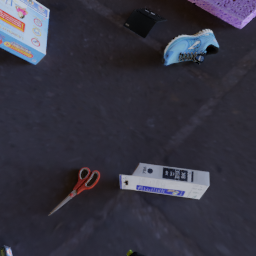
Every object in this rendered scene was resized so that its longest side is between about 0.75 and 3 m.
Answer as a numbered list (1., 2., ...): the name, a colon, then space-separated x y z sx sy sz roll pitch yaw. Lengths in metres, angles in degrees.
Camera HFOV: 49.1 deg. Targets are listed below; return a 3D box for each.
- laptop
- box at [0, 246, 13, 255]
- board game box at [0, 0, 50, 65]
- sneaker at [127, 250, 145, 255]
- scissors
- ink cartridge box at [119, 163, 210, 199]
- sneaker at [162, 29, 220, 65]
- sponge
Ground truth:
1. laptop: 0.680 -4.099 10.886 1.116 0.651 1.260 38 41 19
2. box: -3.035 3.833 5.986 1.399 0.386 2.049 -21 62 -12
3. board game box: -3.922 -3.706 9.424 0.678 2.427 2.376 -30 51 35
4. sneaker: 0.420 2.429 4.023 0.604 0.698 1.685 -45 32 -11
5. scissors: -1.376 1.730 7.394 0.601 0.115 1.644 28 62 13
6. ink cartridge box: 0.863 1.332 7.082 2.139 1.064 0.419 7 60 2
7. sneaker: 2.188 -2.637 9.570 2.236 0.876 1.006 -24 65 -13
8. sponge: 3.797 -5.231 11.332 1.658 0.443 2.972 -41 67 -21
